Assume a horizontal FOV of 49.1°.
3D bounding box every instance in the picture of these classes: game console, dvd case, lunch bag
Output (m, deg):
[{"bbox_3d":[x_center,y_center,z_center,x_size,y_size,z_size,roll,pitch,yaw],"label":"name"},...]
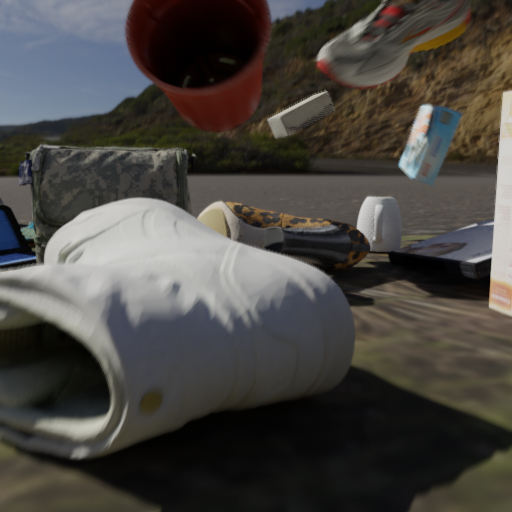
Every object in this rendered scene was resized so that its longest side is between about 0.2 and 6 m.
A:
[{"bbox_3d":[-3.414,-0.225,7.290,1.172,0.776,1.333,6,12,31],"label":"game console"},{"bbox_3d":[2.708,-0.135,6.640,1.591,0.196,2.229,-17,6,-8],"label":"dvd case"},{"bbox_3d":[-1.615,-0.477,6.405,1.861,1.561,1.297,-1,10,-7],"label":"lunch bag"}]

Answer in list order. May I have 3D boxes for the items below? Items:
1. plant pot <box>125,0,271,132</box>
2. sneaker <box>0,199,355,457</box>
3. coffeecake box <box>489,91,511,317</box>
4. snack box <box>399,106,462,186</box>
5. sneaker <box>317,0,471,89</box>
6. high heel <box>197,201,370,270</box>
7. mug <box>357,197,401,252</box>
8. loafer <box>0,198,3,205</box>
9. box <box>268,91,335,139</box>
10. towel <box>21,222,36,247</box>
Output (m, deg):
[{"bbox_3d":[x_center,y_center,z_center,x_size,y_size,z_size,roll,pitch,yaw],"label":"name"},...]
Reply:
[{"bbox_3d":[-0.664,-2.722,7.903,1.858,1.858,1.807,1,-11,5],"label":"plant pot"},{"bbox_3d":[-1.125,0.232,3.622,1.786,1.138,3.090,-5,12,-43],"label":"sneaker"},{"bbox_3d":[3.005,-0.449,4.973,1.532,1.996,0.729,-3,10,-12],"label":"coffeecake box"},{"bbox_3d":[2.609,-1.735,8.560,0.336,1.052,1.811,19,17,3],"label":"snack box"},{"bbox_3d":[2.036,-3.492,8.284,2.774,1.139,1.080,-35,62,-13],"label":"sneaker"},{"bbox_3d":[0.298,-0.225,7.635,1.701,0.852,2.386,4,6,-36],"label":"high heel"},{"bbox_3d":[1.876,-0.487,8.535,0.681,0.809,0.923,4,7,14],"label":"mug"},{"bbox_3d":[-6.959,-1.148,11.519,3.207,1.119,1.121,-5,13,-24],"label":"loafer"},{"bbox_3d":[0.867,-2.677,10.636,1.227,0.420,0.504,-33,19,-22],"label":"box"},{"bbox_3d":[-3.435,-0.438,10.107,1.615,0.239,2.202,-3,10,-11],"label":"towel"}]
